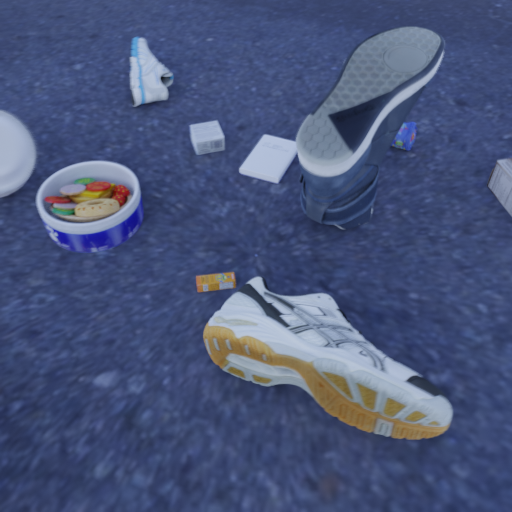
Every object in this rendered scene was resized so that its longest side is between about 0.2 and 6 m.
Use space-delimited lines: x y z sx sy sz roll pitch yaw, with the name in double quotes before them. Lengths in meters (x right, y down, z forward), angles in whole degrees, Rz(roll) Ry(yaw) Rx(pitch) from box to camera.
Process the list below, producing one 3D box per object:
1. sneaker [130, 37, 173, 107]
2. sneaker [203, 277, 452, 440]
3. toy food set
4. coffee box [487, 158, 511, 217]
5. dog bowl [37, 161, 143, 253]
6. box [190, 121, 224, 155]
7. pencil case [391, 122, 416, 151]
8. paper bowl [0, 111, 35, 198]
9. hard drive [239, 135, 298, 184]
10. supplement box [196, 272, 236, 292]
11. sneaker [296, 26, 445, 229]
"sneaker" -2.444 -4.258 13.025 0.970 0.839 2.238 -3 55 -12
"sneaker" 1.011 1.178 7.457 3.362 1.272 1.474 21 50 18
"toy food set" -2.866 -0.963 9.665 1.417 0.348 1.431 7 29 15
"coffee box" 5.004 -1.058 9.996 0.914 0.637 1.598 -9 47 -9
"dog bowl" -2.870 -0.880 9.803 1.720 0.677 1.720 0 47 0
"box" -1.008 -2.427 11.502 0.591 0.337 0.643 -12 48 -11
"pencil case" 2.577 -2.650 11.544 1.462 0.571 0.635 22 64 18
"paper bowl" -4.814 -1.865 10.064 1.584 0.824 1.584 3 83 -28
"hard drive" 0.290 -1.948 11.172 0.816 0.157 1.236 17 49 16
"supplement box" -0.638 0.415 8.906 0.616 0.212 0.205 -5 49 -9
"sneaker" 1.872 -2.028 9.464 1.313 2.495 3.453 33 69 24
